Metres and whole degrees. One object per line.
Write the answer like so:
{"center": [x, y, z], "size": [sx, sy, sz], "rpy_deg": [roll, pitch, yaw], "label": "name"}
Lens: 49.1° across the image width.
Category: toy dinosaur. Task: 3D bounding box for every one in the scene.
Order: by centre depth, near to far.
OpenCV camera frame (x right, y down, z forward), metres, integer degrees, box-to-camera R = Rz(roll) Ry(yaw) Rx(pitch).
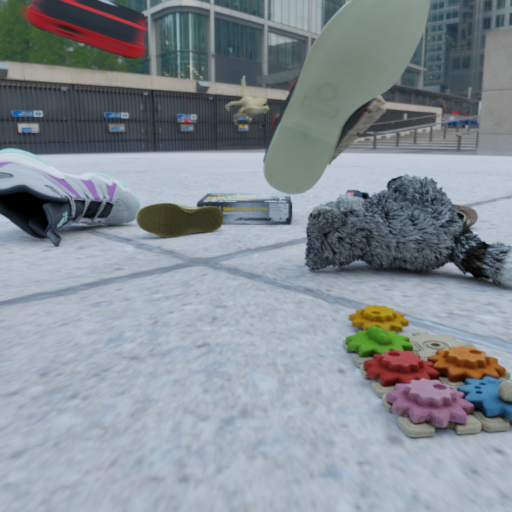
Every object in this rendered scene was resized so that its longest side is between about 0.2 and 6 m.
{"center": [-0.212, -3.535, 13.187], "size": [0.921, 0.530, 1.822], "rpy_deg": [-31, 42, 2], "label": "toy dinosaur"}

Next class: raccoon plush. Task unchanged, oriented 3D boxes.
{"center": [2.368, -0.295, 9.115], "size": [2.290, 1.653, 3.418], "rpy_deg": [-18, 21, -32], "label": "raccoon plush"}

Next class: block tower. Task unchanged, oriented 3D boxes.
{"center": [2.196, -3.091, 13.441], "size": [0.574, 1.985, 0.536], "rpy_deg": [14, 40, -46], "label": "block tower"}

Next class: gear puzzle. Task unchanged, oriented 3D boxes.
{"center": [1.751, 0.979, 5.954], "size": [1.488, 0.376, 2.873], "rpy_deg": [-2, 13, -7], "label": "gear puzzle"}

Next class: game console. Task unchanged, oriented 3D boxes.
{"center": [-2.484, -3.561, 8.402], "size": [1.638, 0.254, 1.449], "rpy_deg": [13, 38, -20], "label": "game console"}

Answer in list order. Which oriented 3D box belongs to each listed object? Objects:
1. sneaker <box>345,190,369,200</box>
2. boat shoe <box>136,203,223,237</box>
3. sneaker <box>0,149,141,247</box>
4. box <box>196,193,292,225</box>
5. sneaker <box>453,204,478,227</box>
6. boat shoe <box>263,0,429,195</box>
{"center": [2.285, -1.217, 14.193], "size": [0.773, 0.872, 2.063], "rpy_deg": [9, 17, 34], "label": "sneaker"}
{"center": [-1.822, -0.852, 12.996], "size": [2.164, 0.790, 0.681], "rpy_deg": [-8, 6, -35], "label": "boat shoe"}
{"center": [-4.253, -0.971, 12.666], "size": [3.615, 1.405, 2.529], "rpy_deg": [13, 29, -28], "label": "sneaker"}
{"center": [-0.254, -1.292, 15.089], "size": [2.452, 0.593, 1.942], "rpy_deg": [1, 14, 3], "label": "box"}
{"center": [4.467, -1.068, 13.979], "size": [1.950, 0.687, 0.736], "rpy_deg": [8, 18, 33], "label": "sneaker"}
{"center": [1.123, -2.411, 7.916], "size": [1.215, 3.322, 1.041], "rpy_deg": [26, 34, -10], "label": "boat shoe"}
